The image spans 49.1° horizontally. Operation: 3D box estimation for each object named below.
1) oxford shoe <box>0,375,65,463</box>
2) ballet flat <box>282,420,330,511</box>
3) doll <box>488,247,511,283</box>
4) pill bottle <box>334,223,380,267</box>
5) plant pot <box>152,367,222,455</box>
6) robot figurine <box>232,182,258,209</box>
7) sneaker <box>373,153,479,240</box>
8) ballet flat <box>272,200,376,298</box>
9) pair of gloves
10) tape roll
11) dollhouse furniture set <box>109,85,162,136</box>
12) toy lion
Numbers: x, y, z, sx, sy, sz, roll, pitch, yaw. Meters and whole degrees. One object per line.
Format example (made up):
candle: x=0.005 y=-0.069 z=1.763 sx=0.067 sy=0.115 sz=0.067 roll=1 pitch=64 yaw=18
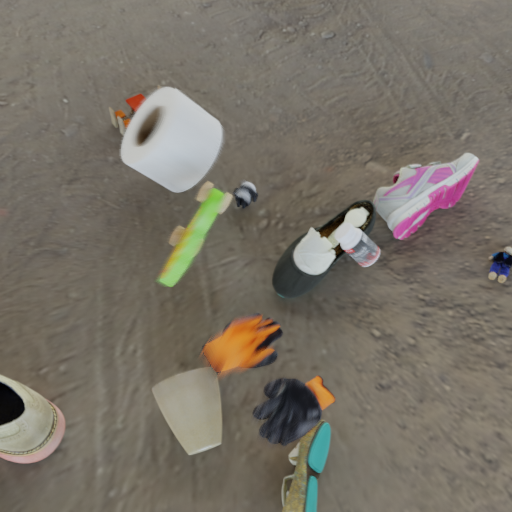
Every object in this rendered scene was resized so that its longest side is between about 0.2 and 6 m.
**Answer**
oxford shoe: x=-4.703 y=2.009 z=8.334 sx=3.661 sy=1.352 sz=1.296 roll=9 pitch=55 yaw=6
ballet flat: x=0.677 y=3.127 z=8.095 sx=0.573 sy=0.573 sz=1.620 roll=11 pitch=54 yaw=8
doll: x=4.594 y=0.147 z=10.376 sx=0.578 sy=0.205 sz=0.847 roll=20 pitch=50 yaw=23
pill bottle: x=1.743 y=-0.198 z=9.703 sx=0.773 sy=0.448 sz=0.448 roll=40 pitch=54 yaw=-23
plant pot: x=-0.934 y=2.369 z=8.414 sx=1.017 sy=1.017 sz=1.086 roll=-16 pitch=70 yaw=-11
robot figurine: x=-0.219 y=-1.206 z=11.148 sx=0.405 sy=0.336 sz=0.539 roll=34 pitch=61 yaw=-22
sneaker: x=3.319 y=-1.424 z=11.003 sx=2.507 sy=1.020 sz=1.106 roll=-31 pitch=62 yaw=-21
ballet flat: x=1.274 y=-0.259 z=10.196 sx=0.872 sy=0.878 sz=2.566 roll=44 pitch=65 yaw=9
pair of gloves: x=0.203 y=1.752 z=8.242 sx=1.728 sy=0.240 sz=1.940 roll=-19 pitch=69 yaw=-52
tape roll: x=-1.667 y=-2.253 z=10.995 sx=1.718 sy=1.180 sz=1.718 roll=-26 pitch=49 yaw=34
dollhouse furniture set: x=-2.422 y=-3.187 z=12.463 sx=1.337 sy=0.689 sz=1.322 roll=-32 pitch=60 yaw=-20
toy lion: x=-1.102 y=-0.301 z=9.574 sx=0.568 sy=1.655 sz=1.587 roll=31 pitch=23 yaw=-11
